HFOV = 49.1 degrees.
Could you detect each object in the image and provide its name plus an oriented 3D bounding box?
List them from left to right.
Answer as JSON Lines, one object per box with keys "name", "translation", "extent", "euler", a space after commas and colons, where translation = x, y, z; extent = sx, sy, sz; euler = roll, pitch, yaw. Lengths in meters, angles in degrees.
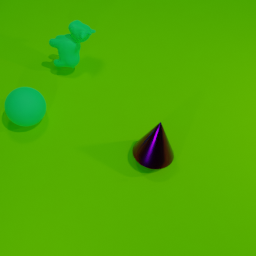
{"name": "ball", "translation": [-2.587, -0.540, 7.094], "extent": [0.993, 0.993, 0.993], "euler": [0, 61, 0]}
{"name": "cow figurine", "translation": [-1.488, -2.262, 7.698], "extent": [1.276, 1.297, 0.712], "euler": [6, 33, 16]}
{"name": "cone", "translation": [0.666, 0.240, 6.495], "extent": [1.025, 1.029, 1.025], "euler": [4, 43, -4]}
